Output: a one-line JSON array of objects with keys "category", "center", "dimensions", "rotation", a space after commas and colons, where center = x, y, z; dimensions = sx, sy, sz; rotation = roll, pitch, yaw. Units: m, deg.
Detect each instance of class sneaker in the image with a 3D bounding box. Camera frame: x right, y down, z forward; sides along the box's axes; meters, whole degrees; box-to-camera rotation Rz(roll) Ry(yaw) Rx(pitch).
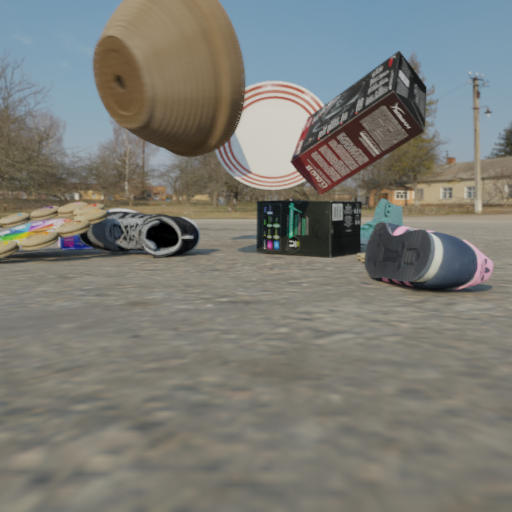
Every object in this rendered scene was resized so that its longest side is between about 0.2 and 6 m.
[{"category": "sneaker", "center": [2.071, 0.057, 7.117], "dimensions": [0.942, 0.806, 2.296], "rotation": [13, 7, -8]}, {"category": "sneaker", "center": [-2.415, -0.479, 11.287], "dimensions": [2.525, 0.953, 1.437], "rotation": [2, 2, -4]}, {"category": "sneaker", "center": [3.100, -0.933, 15.217], "dimensions": [2.090, 1.232, 0.769], "rotation": [-4, 7, -27]}]

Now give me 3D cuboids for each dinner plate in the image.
[{"category": "dinner plate", "center": [0.462, -3.249, 15.220], "dimensions": [3.248, 3.248, 0.394], "rotation": [0, -15, 5]}]

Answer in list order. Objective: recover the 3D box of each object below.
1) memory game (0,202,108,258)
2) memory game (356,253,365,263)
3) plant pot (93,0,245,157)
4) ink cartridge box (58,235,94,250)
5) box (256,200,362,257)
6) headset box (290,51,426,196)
[{"category": "memory game", "center": [-4.513, -0.532, 10.970], "dimensions": [3.260, 0.208, 3.260], "rotation": [-9, 18, 3]}, {"category": "memory game", "center": [2.924, 0.050, 10.003], "dimensions": [2.242, 0.143, 2.242], "rotation": [1, 4, 0]}, {"category": "plant pot", "center": [-1.549, -2.739, 8.473], "dimensions": [2.747, 2.747, 1.268], "rotation": [5, 25, 46]}, {"category": "ink cartridge box", "center": [-4.314, -0.363, 13.838], "dimensions": [1.046, 0.368, 1.753], "rotation": [-2, 7, -22]}, {"category": "box", "center": [1.098, -0.609, 11.796], "dimensions": [1.835, 1.140, 1.363], "rotation": [4, 6, 37]}, {"category": "headset box", "center": [2.018, -2.650, 11.572], "dimensions": [2.793, 1.079, 2.079], "rotation": [-32, 23, 35]}]
